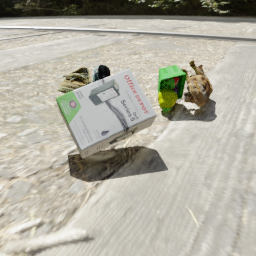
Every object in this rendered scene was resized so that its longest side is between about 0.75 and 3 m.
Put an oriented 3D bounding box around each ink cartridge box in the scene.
[{"bbox_3d":[-0.508,-0.364,6.628,1.924,0.808,1.400,-25,76,-14],"label":"ink cartridge box"}]

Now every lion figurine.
[{"bbox_3d":[2.527,-1.462,9.670,0.875,1.478,2.414,-36,-14,33],"label":"lion figurine"}]

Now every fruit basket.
[{"bbox_3d":[1.401,-1.188,9.212,1.028,1.426,1.426,-13,28,-4],"label":"fruit basket"}]

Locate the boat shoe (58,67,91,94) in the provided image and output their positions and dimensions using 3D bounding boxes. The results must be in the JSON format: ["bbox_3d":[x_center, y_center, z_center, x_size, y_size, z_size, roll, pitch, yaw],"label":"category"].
[{"bbox_3d":[-1.796,-1.663,9.845,1.025,0.877,2.797,16,14,-10],"label":"boat shoe"}]

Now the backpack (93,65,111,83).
[{"bbox_3d":[-1.056,-2.122,11.348,0.732,0.824,0.620,2,-8,-44],"label":"backpack"}]
